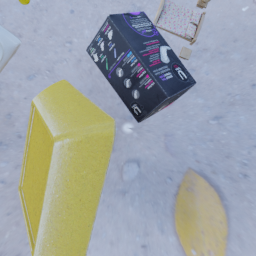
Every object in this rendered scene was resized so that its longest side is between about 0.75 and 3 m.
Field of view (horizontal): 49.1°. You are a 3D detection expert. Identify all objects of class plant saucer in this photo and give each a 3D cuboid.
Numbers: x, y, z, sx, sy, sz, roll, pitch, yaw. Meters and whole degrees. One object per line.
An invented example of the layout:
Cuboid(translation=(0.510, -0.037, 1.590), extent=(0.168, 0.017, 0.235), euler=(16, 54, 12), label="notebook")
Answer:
Cuboid(translation=(-1.253, 0.688, 4.573), extent=(0.643, 2.654, 2.654), euler=(6, 18, -29), label="plant saucer")

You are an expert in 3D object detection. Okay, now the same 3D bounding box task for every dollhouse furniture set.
Cuboid(translation=(1.178, -3.239, 7.192), extent=(1.949, 1.116, 2.285), euler=(19, 85, -8), label="dollhouse furniture set")

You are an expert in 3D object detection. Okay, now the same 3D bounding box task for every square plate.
Cuboid(translation=(-3.441, -1.364, 5.216), extent=(0.321, 2.233, 2.254), euler=(29, 85, 42), label="square plate")

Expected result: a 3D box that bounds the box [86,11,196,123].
Cuboid(translation=(0.264, -1.274, 5.765), extent=(1.182, 1.026, 1.934), euler=(-29, 82, -44), label="box")

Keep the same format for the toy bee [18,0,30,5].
Cuboid(translation=(-2.163, -3.144, 5.755), extent=(0.770, 1.417, 0.928), euler=(18, 85, 4), label="toy bee")
